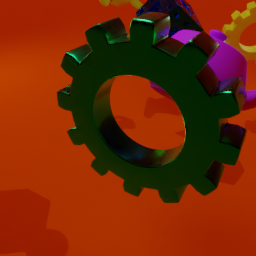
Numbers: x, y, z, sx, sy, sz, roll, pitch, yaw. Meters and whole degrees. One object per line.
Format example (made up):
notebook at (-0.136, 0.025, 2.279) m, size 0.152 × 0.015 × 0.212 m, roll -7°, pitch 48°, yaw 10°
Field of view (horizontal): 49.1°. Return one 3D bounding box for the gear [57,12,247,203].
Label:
gear at (0.150, -0.111, 2.772) m, size 1.868 × 1.868 × 0.345 m, roll 17°, pitch 36°, yaw 23°

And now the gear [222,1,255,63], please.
gear at (3.243, -2.378, 7.142) m, size 1.608 × 1.608 × 0.297 m, roll 2°, pitch 47°, yaw 2°

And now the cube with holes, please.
cube with holes at (0.847, -2.217, 5.829) m, size 0.889 × 0.889 × 0.889 m, roll 24°, pitch 42°, yaw -39°

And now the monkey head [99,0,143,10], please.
monkey head at (-0.227, -3.971, 7.784) m, size 1.175 × 1.950 × 1.403 m, roll -9°, pitch 41°, yaw 23°

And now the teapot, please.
teapot at (0.855, -0.625, 3.094) m, size 1.803 × 0.883 × 1.121 m, roll 30°, pitch 7°, yaw 28°
